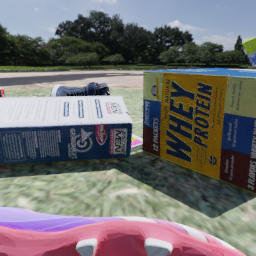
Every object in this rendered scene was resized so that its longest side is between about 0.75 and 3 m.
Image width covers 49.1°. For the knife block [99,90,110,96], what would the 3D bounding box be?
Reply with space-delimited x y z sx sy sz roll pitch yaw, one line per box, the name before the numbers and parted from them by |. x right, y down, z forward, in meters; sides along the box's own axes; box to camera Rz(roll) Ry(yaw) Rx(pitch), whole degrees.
knife block | -0.980 -0.759 9.171 0.329 0.902 1.027 26 -29 -38

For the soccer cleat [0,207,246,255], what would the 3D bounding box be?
soccer cleat | -0.379 1.115 2.347 2.954 0.985 1.130 3 -1 5

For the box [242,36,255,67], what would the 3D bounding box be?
box | 3.525 -2.117 7.726 0.463 0.759 0.181 -20 23 38

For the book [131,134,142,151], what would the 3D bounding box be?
book | -0.006 0.391 6.632 0.858 0.206 0.573 -13 21 -40

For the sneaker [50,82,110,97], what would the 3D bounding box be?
sneaker | -1.830 -1.306 11.535 2.044 1.075 2.829 0 13 11

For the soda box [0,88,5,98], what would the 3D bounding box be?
soda box | -6.488 -1.157 11.448 2.651 0.841 0.928 -4 15 -17

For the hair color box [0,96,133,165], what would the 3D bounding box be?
hair color box | -1.489 -0.012 5.976 2.960 0.896 1.480 -2 29 -10

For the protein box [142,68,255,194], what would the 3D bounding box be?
protein box | 2.180 -0.291 5.915 2.692 1.830 2.712 -11 18 -37
